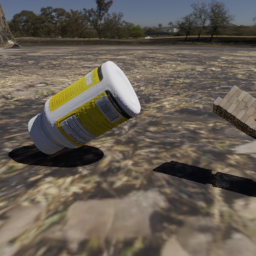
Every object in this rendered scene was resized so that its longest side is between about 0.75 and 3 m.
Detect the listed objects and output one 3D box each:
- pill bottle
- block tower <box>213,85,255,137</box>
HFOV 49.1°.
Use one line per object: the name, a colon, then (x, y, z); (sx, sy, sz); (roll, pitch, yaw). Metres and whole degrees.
pill bottle: (-0.940, -0.316, 5.738); (2.157, 1.201, 1.201); (-28, 13, 16)
block tower: (2.302, -0.033, 4.724); (1.763, 0.510, 0.476); (38, -5, 22)
